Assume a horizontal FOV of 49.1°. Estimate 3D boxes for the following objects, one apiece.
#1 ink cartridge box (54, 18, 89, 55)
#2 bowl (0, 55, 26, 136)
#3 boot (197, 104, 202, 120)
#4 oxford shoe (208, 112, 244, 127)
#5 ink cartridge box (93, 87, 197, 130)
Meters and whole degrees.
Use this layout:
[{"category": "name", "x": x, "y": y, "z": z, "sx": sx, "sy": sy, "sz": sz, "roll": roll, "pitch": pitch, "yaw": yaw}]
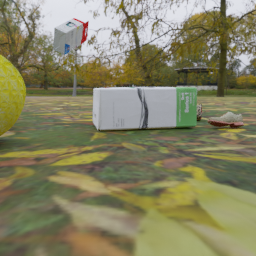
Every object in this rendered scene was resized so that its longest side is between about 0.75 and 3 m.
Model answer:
[{"category": "ink cartridge box", "x": -1.582, "y": -2.625, "z": 7.884, "sx": 0.390, "sy": 0.674, "sz": 1.160, "roll": 27, "pitch": 44, "yaw": 10}, {"category": "bowl", "x": -3.139, "y": -0.328, "z": 5.223, "sx": 2.325, "sy": 2.325, "sz": 1.251, "roll": -2, "pitch": 51, "yaw": -14}, {"category": "boot", "x": 2.208, "y": -0.681, "z": 10.992, "sx": 1.356, "sy": 0.659, "sz": 1.801, "roll": 1, "pitch": 11, "yaw": 15}, {"category": "oxford shoe", "x": 2.913, "y": -0.265, "z": 8.415, "sx": 1.153, "sy": 0.426, "sz": 0.408, "roll": 4, "pitch": -13, "yaw": -16}, {"category": "ink cartridge box", "x": 0.394, "y": -0.678, "z": 8.872, "sx": 2.909, "sy": 1.226, "sz": 2.125, "roll": -2, "pitch": 8, "yaw": -13}]
